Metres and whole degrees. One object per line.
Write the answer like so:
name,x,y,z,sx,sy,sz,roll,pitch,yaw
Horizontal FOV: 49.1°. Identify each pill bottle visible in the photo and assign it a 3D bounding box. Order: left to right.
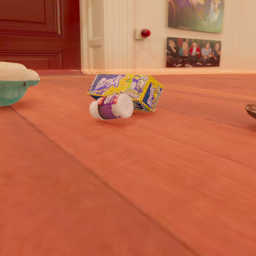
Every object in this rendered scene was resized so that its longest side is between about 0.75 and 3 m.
pill bottle,-0.491,-0.560,7.778,1.159,0.646,0.646,-4,9,36

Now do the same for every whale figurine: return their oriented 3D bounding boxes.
whale figurine,-4.492,-1.692,10.627,2.360,1.539,2.966,6,11,3

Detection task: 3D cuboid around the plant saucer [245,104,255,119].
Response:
plant saucer,3.599,-0.335,7.110,1.251,0.215,1.251,6,21,-2

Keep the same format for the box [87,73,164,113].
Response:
box,-0.177,-1.275,9.744,2.752,0.964,0.885,13,-16,46
